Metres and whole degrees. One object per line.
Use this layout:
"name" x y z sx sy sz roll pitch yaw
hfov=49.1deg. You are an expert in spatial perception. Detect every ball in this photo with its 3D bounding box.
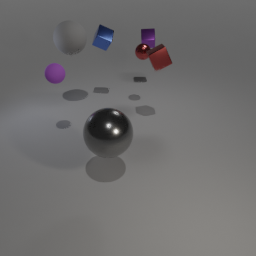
"ball" -2.454 -3.819 11.889 1.400 1.400 1.400 0 31 0
"ball" -0.551 0.136 7.828 1.400 1.400 1.400 0 31 0
"ball" -2.513 -1.875 9.640 0.700 0.700 0.700 0 31 0
"ball" 0.653 -3.309 12.147 0.700 0.700 0.700 0 31 0

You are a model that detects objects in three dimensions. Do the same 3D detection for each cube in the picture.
"cube" -1.119 -4.048 12.568 0.700 0.700 0.700 18 61 -20
"cube" 1.175 -2.672 10.621 0.700 0.700 0.700 -26 26 8
"cube" 1.037 -4.616 14.438 0.700 0.700 0.700 -2 72 4
